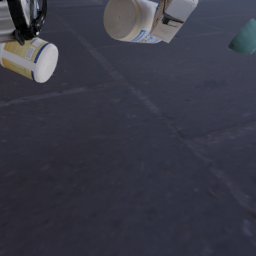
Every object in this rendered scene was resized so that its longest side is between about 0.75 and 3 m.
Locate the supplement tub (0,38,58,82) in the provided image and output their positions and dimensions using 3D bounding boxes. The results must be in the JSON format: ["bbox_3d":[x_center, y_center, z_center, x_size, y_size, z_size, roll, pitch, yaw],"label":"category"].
[{"bbox_3d":[-2.772,-1.980,7.499,1.504,1.086,1.086,24,37,1],"label":"supplement tub"}]

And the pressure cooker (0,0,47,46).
[{"bbox_3d":[-2.345,-2.357,5.409,1.546,1.360,1.381,-5,30,-1],"label":"pressure cooker"}]

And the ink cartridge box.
[{"bbox_3d":[1.416,-3.691,8.499,0.736,1.747,1.263,19,65,-13],"label":"ink cartridge box"}]

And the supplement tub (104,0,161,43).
[{"bbox_3d":[0.401,-4.028,10.546,1.554,1.554,2.356,25,26,32],"label":"supplement tub"}]

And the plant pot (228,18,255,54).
[{"bbox_3d":[3.033,-2.204,7.032,0.575,0.854,0.854,44,48,10],"label":"plant pot"}]
